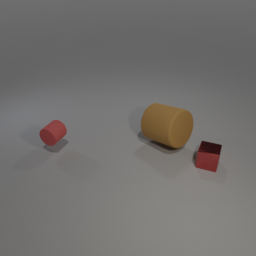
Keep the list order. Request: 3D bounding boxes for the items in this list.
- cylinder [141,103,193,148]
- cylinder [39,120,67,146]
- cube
[{"bbox_3d":[1.428,-0.116,10.279,1.400,1.400,1.400,-26,30,-36],"label":"cylinder"},{"bbox_3d":[-2.668,0.167,10.009,0.700,0.700,0.700,12,35,20],"label":"cylinder"},{"bbox_3d":[2.743,0.955,9.515,0.700,0.700,0.700,12,33,20],"label":"cube"}]
